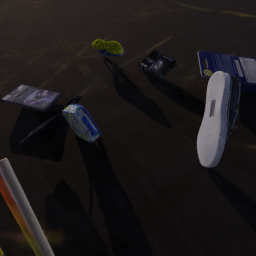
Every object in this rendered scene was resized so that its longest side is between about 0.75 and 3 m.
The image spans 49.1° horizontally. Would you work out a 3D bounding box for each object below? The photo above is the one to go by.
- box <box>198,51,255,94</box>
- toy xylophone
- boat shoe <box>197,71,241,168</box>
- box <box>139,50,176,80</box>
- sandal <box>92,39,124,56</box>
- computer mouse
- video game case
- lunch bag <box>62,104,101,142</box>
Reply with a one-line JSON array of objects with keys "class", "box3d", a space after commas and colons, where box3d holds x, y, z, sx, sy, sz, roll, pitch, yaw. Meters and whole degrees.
[{"class": "box", "box3d": [3.394, -1.727, 8.714, 2.479, 0.402, 1.502, 9, 46, -1]}, {"class": "toy xylophone", "box3d": [-1.746, 1.341, 3.797, 0.735, 2.142, 2.925, -30, 91, -32]}, {"class": "boat shoe", "box3d": [2.169, -0.156, 6.444, 0.745, 2.197, 0.788, 10, -5, -23]}, {"class": "box", "box3d": [0.958, -2.100, 9.236, 0.793, 0.216, 0.990, -42, 53, -10]}, {"class": "sandal", "box3d": [-0.647, -2.728, 9.782, 1.275, 0.555, 0.507, 26, 72, 32]}, {"class": "computer mouse", "box3d": [-1.760, -0.148, 7.058, 0.768, 0.446, 2.618, -25, 19, 35]}, {"class": "video game case", "box3d": [-2.751, -0.873, 8.039, 1.370, 0.130, 0.979, 14, 37, 12]}, {"class": "lunch bag", "box3d": [-1.102, -0.117, 6.748, 0.394, 0.955, 0.768, -44, 31, -23]}]
